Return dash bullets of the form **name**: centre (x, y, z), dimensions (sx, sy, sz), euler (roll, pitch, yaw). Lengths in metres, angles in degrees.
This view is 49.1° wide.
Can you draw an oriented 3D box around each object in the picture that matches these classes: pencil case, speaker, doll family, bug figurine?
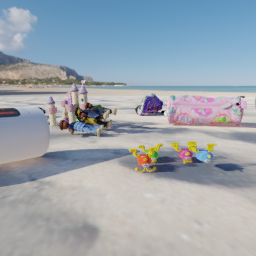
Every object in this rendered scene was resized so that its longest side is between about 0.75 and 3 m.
- **pencil case**: centre (3.023, -0.714, 10.999), dimensions (2.938, 1.285, 1.285), euler (3, 9, 15)
- **speaker**: centre (-2.887, 0.221, 5.106), dimensions (1.130, 1.130, 2.783), euler (7, 11, 42)
- **doll family**: centre (-1.333, -0.318, 9.452), dimensions (1.398, 0.949, 2.419), euler (13, 10, 9)
- **bug figurine**: centre (0.837, 0.528, 5.431), dimensions (1.622, 0.417, 1.258), euler (-4, 2, 0)

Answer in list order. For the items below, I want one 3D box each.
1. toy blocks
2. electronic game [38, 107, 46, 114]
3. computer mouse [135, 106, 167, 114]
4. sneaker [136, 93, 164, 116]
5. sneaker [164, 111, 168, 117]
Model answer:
- **toy blocks**: centre (-2.051, -0.982, 11.144), dimensions (1.766, 1.591, 1.890), euler (-3, 4, 44)
- **electronic game**: centre (-5.199, -0.731, 13.952), dimensions (2.126, 0.442, 2.126), euler (-2, 12, 0)
- **computer mouse**: centre (1.526, -1.072, 16.328), dimensions (2.788, 0.475, 0.817), euler (8, 10, 39)
- **sneaker**: centre (1.352, -1.273, 15.722), dimensions (1.099, 1.062, 2.634), euler (33, 31, 13)
- **sneaker**: centre (2.650, -0.832, 14.179), dimensions (1.763, 0.657, 0.768), euler (-2, 4, -17)
